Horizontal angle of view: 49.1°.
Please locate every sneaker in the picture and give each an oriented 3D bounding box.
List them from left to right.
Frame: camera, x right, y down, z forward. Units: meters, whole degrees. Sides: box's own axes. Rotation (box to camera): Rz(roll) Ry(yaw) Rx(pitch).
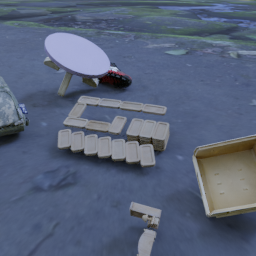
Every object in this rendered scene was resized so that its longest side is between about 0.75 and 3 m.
[{"bbox_3d":[-0.542,-2.050,10.593,1.889,0.668,0.923,20,50,32],"label":"sneaker"}]

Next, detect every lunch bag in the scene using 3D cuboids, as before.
[{"bbox_3d":[-3.696,-0.321,7.146,1.885,1.314,1.581,-21,56,-31],"label":"lunch bag"}]

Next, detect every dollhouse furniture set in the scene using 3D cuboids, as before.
[{"bbox_3d":[0.148,1.704,4.229,0.484,0.846,0.992,13,57,12],"label":"dollhouse furniture set"}]

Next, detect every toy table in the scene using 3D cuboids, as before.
[{"bbox_3d":[-1.817,-2.151,9.585,2.188,1.281,2.011,34,60,-4],"label":"toy table"}]

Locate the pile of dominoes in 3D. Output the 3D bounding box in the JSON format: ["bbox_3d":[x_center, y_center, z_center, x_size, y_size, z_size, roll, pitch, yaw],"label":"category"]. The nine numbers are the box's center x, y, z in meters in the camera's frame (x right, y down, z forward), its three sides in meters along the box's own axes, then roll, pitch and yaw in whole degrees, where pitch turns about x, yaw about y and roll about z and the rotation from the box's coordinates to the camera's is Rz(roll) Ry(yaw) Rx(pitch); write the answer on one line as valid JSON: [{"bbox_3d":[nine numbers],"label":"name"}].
[{"bbox_3d":[-0.354,0.095,7.079,2.687,0.428,2.094,9,44,16],"label":"pile of dominoes"}]

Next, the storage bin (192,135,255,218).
[{"bbox_3d":[1.862,0.875,4.974,1.195,0.564,1.203,-12,61,8],"label":"storage bin"}]
